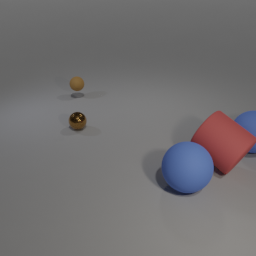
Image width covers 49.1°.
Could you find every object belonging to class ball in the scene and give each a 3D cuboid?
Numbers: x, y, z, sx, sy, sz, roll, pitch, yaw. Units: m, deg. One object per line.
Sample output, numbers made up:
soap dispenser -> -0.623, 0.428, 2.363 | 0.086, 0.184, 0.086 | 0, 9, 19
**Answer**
ball -> 4.158, 0.121, 9.296 | 1.400, 1.400, 1.400 | 0, 29, 0
ball -> -2.446, -2.117, 13.422 | 0.700, 0.700, 0.700 | 0, 29, 0
ball -> -1.962, -0.281, 10.911 | 0.700, 0.700, 0.700 | 0, 29, 0
ball -> 1.626, 1.073, 7.711 | 1.400, 1.400, 1.400 | 0, 29, 0

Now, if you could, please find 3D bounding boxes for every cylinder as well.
cylinder -> 2.862, 0.426, 8.465 | 1.400, 1.400, 1.400 | -27, 60, -39
